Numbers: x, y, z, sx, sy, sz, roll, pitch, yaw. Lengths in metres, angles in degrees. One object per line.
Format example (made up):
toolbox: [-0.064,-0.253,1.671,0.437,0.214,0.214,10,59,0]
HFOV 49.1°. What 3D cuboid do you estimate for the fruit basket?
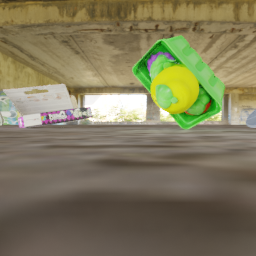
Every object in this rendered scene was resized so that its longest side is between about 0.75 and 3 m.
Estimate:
fruit basket: [0.871,-0.726,5.244,1.852,1.852,1.336,0,-19,-30]

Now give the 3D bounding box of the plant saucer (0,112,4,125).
plant saucer: [-5.101,-0.766,9.997,0.429,1.709,1.709,-37,22,-32]

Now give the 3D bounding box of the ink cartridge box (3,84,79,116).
ink cartridge box: [-3.368,-1.110,11.371,2.298,0.715,2.855,-6,-27,-2]

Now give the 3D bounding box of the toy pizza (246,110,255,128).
toy pizza: [4.235,-0.389,8.484,1.329,0.211,1.329,-36,12,9]

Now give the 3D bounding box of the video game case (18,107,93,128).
video game case: [-2.451,-0.338,9.155,2.027,0.400,2.236,-10,5,-24]
